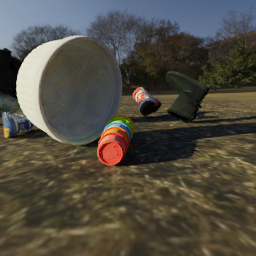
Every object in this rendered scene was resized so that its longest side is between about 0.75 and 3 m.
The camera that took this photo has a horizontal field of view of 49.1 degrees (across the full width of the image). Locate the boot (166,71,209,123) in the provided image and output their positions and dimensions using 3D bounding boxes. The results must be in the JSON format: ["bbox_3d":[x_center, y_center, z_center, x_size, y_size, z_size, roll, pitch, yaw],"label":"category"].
[{"bbox_3d":[1.911,-1.117,10.223,1.846,1.512,0.683,28,-15,17],"label":"boot"}]

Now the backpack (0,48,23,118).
[{"bbox_3d":[-4.595,-1.219,8.934,2.763,2.125,2.254,0,-15,22],"label":"backpack"}]

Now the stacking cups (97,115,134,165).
[{"bbox_3d":[-0.266,0.216,5.343,0.634,0.634,2.097,1,12,5],"label":"stacking cups"}]

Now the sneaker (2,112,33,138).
[{"bbox_3d":[-2.930,-0.135,7.497,0.736,0.629,1.670,-2,10,-19],"label":"sneaker"}]

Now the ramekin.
[{"bbox_3d":[-1.300,-0.844,6.147,1.190,2.268,2.268,15,16,38],"label":"ramekin"}]

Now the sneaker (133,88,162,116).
[{"bbox_3d":[0.632,-1.209,12.401,1.235,0.770,2.305,40,18,13],"label":"sneaker"}]
